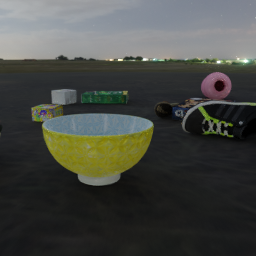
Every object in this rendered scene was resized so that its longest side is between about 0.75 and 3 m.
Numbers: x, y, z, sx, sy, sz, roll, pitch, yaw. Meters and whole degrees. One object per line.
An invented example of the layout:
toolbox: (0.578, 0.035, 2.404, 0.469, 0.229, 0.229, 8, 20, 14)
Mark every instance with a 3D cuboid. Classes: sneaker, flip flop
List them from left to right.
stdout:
flip flop: (1.431, -0.768, 10.489, 0.440, 0.620, 1.529, 41, 31, 29)
sneaker: (2.768, -0.178, 7.569, 2.594, 0.930, 1.074, -7, 32, 11)

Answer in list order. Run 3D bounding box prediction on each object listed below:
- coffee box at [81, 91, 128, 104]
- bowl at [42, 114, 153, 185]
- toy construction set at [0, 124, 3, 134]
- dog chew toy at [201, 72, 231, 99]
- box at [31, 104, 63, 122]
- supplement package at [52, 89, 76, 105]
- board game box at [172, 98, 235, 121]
coffee box: (-1.114, -1.571, 14.145, 2.236, 0.492, 1.375, 1, 14, 4)
bowl: (-0.507, 0.395, 5.003, 1.925, 1.036, 1.925, 0, 12, 0)
toy construction set: (-3.753, 0.128, 5.459, 2.960, 1.364, 1.941, 21, 0, 37)
dog chew toy: (4.656, -2.241, 15.260, 1.452, 1.452, 2.331, 0, 6, 0)
box: (-2.851, -0.535, 9.964, 0.814, 0.496, 0.784, 2, 15, 11)
supplement package: (-3.112, -1.522, 13.639, 0.833, 0.641, 0.871, 7, 14, 26)
board game box: (2.975, -0.709, 10.676, 1.864, 0.476, 2.751, 7, 15, 24)
